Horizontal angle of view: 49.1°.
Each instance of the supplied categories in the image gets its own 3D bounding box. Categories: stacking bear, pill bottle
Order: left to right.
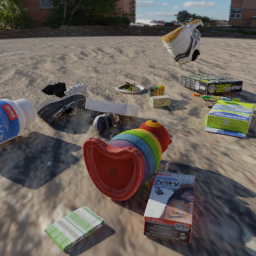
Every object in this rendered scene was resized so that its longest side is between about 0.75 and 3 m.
[{"bbox_3d":[-4.763,-0.190,10.158,1.521,1.521,2.710,13,28,27],"label":"pill bottle"},{"bbox_3d":[0.295,0.657,8.076,1.742,1.631,2.868,13,26,29],"label":"stacking bear"}]

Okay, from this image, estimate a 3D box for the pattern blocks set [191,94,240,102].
[{"bbox_3d":[4.358,-1.481,14.014,2.360,0.218,2.684,11,10,26],"label":"pattern blocks set"}]

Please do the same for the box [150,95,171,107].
[{"bbox_3d":[1.635,-1.356,14.184,0.998,0.474,0.388,-9,25,-17],"label":"box"}]

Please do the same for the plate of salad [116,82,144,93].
[{"bbox_3d":[0.118,-2.469,16.816,1.701,0.409,1.701,-1,24,0],"label":"plate of salad"}]

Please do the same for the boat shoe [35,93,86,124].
[{"bbox_3d":[-2.886,-0.864,12.936,0.939,1.088,2.994,53,34,7],"label":"boat shoe"}]

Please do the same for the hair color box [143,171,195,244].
[{"bbox_3d":[1.045,1.801,6.751,1.037,0.598,1.870,6,25,12],"label":"hair color box"}]

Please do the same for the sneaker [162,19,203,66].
[{"bbox_3d":[1.890,-2.707,9.021,0.981,1.137,2.593,-18,16,39],"label":"sneaker"}]

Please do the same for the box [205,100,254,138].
[{"bbox_3d":[4.374,-0.481,11.964,1.646,0.643,2.700,11,25,25],"label":"box"}]

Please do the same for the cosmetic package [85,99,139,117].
[{"bbox_3d":[-0.681,-0.894,12.455,1.959,0.506,1.477,10,0,22],"label":"cosmetic package"}]

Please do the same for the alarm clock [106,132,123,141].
[{"bbox_3d":[-0.085,0.435,10.119,1.252,0.417,0.844,-23,32,-38],"label":"alarm clock"}]

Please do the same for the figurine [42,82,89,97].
[{"bbox_3d":[-3.204,-1.909,14.532,1.952,0.840,1.905,5,11,10],"label":"figurine"}]

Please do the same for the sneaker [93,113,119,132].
[{"bbox_3d":[-0.862,-0.265,11.468,0.625,0.617,1.574,2,21,19],"label":"sneaker"}]

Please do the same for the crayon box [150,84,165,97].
[{"bbox_3d":[1.633,-1.902,15.097,0.293,0.732,1.153,20,31,37],"label":"crayon box"}]

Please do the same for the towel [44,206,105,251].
[{"bbox_3d":[-1.194,2.242,6.334,1.120,0.172,0.835,-23,30,-38],"label":"towel"}]

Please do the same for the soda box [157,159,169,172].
[{"bbox_3d":[0.832,1.106,8.754,0.834,0.265,0.285,12,26,25],"label":"soda box"}]

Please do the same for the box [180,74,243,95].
[{"bbox_3d":[4.870,-2.678,16.702,2.392,0.661,2.986,-7,21,-18],"label":"box"}]
